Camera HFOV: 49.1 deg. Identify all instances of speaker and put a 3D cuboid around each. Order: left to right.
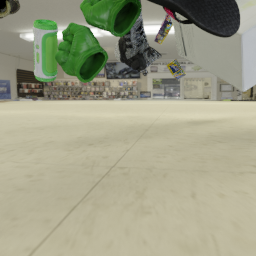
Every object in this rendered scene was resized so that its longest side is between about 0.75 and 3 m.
[{"bbox_3d":[-2.748,-2.561,9.359,0.843,1.907,0.843,7,32,-5],"label":"speaker"}]

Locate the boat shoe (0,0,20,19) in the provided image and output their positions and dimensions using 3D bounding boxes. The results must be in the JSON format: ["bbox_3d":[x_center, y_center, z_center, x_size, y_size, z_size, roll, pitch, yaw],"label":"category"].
[{"bbox_3d":[-3.279,-3.099,6.952,0.864,0.765,2.359,-33,8,10],"label":"boat shoe"}]

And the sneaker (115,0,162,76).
[{"bbox_3d":[0.403,-2.925,9.230,1.064,1.604,2.819,-39,-19,-22],"label":"sneaker"}]

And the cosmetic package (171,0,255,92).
[{"bbox_3d":[3.208,-2.886,7.713,2.843,1.753,2.852,-32,44,-9],"label":"cosmetic package"}]

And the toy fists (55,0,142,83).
[{"bbox_3d":[-0.843,-2.370,6.734,0.862,2.505,1.277,19,23,-51],"label":"toy fists"}]

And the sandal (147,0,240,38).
[{"bbox_3d":[1.081,-2.534,5.553,2.455,0.922,0.553,27,-9,2],"label":"sandal"}]

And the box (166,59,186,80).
[{"bbox_3d":[1.845,-2.198,10.621,0.431,0.470,1.341,-31,-7,15],"label":"box"}]

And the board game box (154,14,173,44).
[{"bbox_3d":[1.719,-4.596,12.403,0.427,1.246,1.507,26,-10,-5],"label":"board game box"}]
